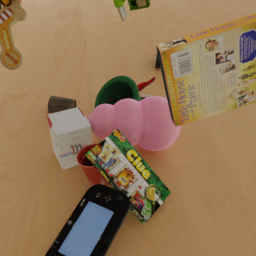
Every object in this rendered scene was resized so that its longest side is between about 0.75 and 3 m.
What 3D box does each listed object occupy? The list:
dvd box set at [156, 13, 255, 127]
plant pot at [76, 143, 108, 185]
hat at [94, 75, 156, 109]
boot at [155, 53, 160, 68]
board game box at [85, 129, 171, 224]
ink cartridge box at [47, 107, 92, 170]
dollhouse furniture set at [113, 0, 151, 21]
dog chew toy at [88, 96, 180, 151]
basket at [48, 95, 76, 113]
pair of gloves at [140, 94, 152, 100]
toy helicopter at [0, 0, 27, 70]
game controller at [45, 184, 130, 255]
[{"bbox_3d":[2.257,-1.310,6.403,2.922,2.138,0.430,-18,39,3],"label":"dvd box set"},{"bbox_3d":[-0.872,1.082,7.868,0.944,0.918,0.944,-8,36,6],"label":"plant pot"},{"bbox_3d":[0.164,-0.868,10.563,1.971,2.240,1.855,16,40,-56],"label":"hat"},{"bbox_3d":[2.170,-3.395,13.463,1.575,0.711,1.922,12,42,6],"label":"boot"},{"bbox_3d":[0.043,1.209,7.349,2.290,0.269,1.200,49,51,1],"label":"board game box"},{"bbox_3d":[-1.729,0.317,8.461,1.029,1.422,1.033,-17,43,-23],"label":"ink cartridge box"},{"bbox_3d":[1.002,-4.939,10.413,2.680,1.345,1.756,-1,50,22],"label":"dollhouse furniture set"},{"bbox_3d":[0.156,-0.165,8.653,2.762,1.720,1.720,3,40,-9],"label":"dog chew toy"},{"bbox_3d":[-2.434,-0.850,10.489,0.919,0.625,0.828,5,33,0],"label":"basket"},{"bbox_3d":[0.091,-1.063,10.989,1.486,0.261,1.263,16,43,19],"label":"pair of gloves"},{"bbox_3d":[-3.551,-2.803,7.584,1.673,2.530,0.998,-16,2,-17],"label":"toy helicopter"},{"bbox_3d":[-0.914,2.392,6.401,1.229,0.496,2.356,20,57,20],"label":"game controller"}]
